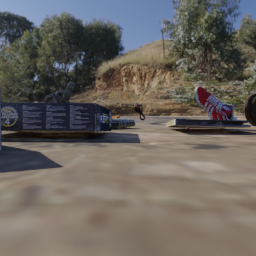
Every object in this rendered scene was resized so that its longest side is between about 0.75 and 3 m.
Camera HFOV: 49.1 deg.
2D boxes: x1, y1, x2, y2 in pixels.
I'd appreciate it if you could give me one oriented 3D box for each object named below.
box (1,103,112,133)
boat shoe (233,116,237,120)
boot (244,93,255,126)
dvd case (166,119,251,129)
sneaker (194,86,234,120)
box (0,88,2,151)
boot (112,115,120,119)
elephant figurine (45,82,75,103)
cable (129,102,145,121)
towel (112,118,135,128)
[{"bbox_3d":[-1.527,-0.165,5.462,2.224,0.546,1.793,1,1,5],"label":"box"},{"bbox_3d":[3.847,-0.517,11.071,0.929,0.329,0.322,28,8,36],"label":"boat shoe"},{"bbox_3d":[4.696,-0.554,8.373,2.934,1.096,1.422,0,0,-41],"label":"boot"},{"bbox_3d":[1.766,-0.077,6.677,1.527,0.164,2.054,2,-1,3],"label":"dvd case"},{"bbox_3d":[2.353,-0.635,7.508,0.453,1.271,0.715,-45,15,-23],"label":"sneaker"},{"bbox_3d":[-2.146,-0.110,3.040,1.356,0.726,1.007,-3,4,-29],"label":"box"},{"bbox_3d":[-0.679,-0.262,10.135,0.718,0.342,0.929,0,-9,-13],"label":"boot"},{"bbox_3d":[-3.153,-1.181,13.031,1.432,1.846,1.306,0,3,-7],"label":"elephant figurine"},{"bbox_3d":[0.507,-0.722,11.832,0.497,0.258,1.024,-26,-42,21],"label":"cable"},{"bbox_3d":[-1.376,-0.217,8.234,2.343,0.420,2.434,-2,3,-38],"label":"towel"}]
